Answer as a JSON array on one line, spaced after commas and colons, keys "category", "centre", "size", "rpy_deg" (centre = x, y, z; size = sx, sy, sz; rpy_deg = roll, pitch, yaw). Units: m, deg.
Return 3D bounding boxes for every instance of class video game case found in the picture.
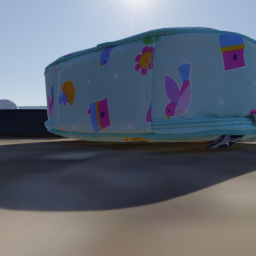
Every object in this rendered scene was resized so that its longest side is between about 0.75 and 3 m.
[{"category": "video game case", "centre": [-1.332, -0.089, 4.246], "size": [2.492, 0.318, 2.252], "rpy_deg": [0, 1, 17]}]

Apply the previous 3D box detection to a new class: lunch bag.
[{"category": "lunch bag", "centre": [0.256, -0.203, 2.104], "size": [1.621, 0.625, 1.300], "rpy_deg": [1, -1, 43]}]

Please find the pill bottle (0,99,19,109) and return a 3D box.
[{"category": "pill bottle", "centre": [-5.917, -0.712, 13.347], "size": [1.237, 1.237, 2.207], "rpy_deg": [-1, 1, -27]}]
